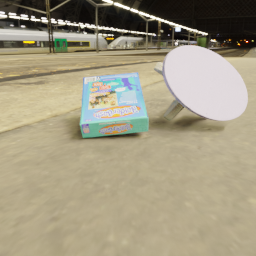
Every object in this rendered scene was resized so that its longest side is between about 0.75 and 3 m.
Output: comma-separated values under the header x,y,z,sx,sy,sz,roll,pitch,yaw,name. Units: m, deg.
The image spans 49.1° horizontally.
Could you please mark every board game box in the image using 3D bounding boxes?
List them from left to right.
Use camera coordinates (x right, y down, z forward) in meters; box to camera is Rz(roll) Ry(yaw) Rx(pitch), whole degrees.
x,y,z,sx,sy,sz,roll,pitch,yaw,name
-0.466,-0.795,8.658,1.894,0.560,2.491,-5,41,-1,board game box

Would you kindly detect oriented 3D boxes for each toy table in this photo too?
x,y,z,sx,sy,sz,roll,pitch,yaw,name
2.181,-1.333,9.006,2.618,2.848,1.668,-46,9,-4,toy table
